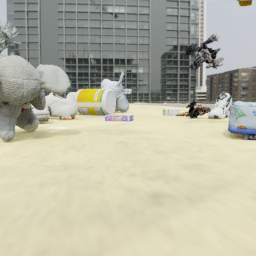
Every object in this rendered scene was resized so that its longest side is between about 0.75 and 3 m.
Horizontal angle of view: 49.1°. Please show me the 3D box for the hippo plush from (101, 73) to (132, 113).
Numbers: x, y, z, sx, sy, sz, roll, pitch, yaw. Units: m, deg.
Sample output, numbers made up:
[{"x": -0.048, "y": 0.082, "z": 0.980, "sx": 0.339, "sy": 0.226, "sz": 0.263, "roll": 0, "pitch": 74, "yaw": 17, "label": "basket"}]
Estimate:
[{"x": -1.314, "y": -1.583, "z": 16.570, "sx": 2.324, "sy": 2.303, "sz": 2.891, "roll": -32, "pitch": 15, "yaw": -23, "label": "hippo plush"}]

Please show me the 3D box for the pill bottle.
[{"x": -1.977, "y": -1.364, "z": 14.757, "sx": 2.421, "sy": 1.365, "sz": 1.365, "roll": 2, "pitch": 6, "yaw": 23, "label": "pill bottle"}]

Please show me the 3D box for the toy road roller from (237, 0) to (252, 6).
[{"x": 3.164, "y": -3.520, "z": 6.928, "sx": 0.856, "sy": 0.721, "sz": 1.173, "roll": 2, "pitch": 33, "yaw": 19, "label": "toy road roller"}]

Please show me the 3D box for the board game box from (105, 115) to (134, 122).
[{"x": -0.335, "y": -0.397, "z": 11.008, "sx": 1.010, "sy": 0.226, "sz": 0.679, "roll": 1, "pitch": 6, "yaw": 13, "label": "board game box"}]

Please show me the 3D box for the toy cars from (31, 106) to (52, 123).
[{"x": -3.717, "y": -0.485, "z": 10.300, "sx": 2.786, "sy": 0.617, "sz": 1.249, "roll": 7, "pitch": 15, "yaw": 31, "label": "toy cars"}]

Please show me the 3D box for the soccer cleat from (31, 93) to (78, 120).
[{"x": -3.438, "y": -0.942, "z": 11.894, "sx": 2.909, "sy": 1.128, "sz": 1.008, "roll": 2, "pitch": 6, "yaw": 19, "label": "soccer cleat"}]

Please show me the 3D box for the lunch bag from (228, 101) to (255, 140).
[{"x": 3.196, "y": -0.180, "z": 6.391, "sx": 1.682, "sy": 0.793, "sz": 2.099, "roll": 5, "pitch": 6, "yaw": 20, "label": "lunch bag"}]

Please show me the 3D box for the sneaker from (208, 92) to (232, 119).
[{"x": 4.058, "y": -1.010, "z": 12.287, "sx": 1.813, "sy": 1.180, "sz": 0.723, "roll": -6, "pitch": 8, "yaw": -43, "label": "sneaker"}]

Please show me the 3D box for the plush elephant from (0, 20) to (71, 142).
[{"x": -2.579, "y": -0.766, "z": 5.892, "sx": 2.322, "sy": 2.819, "sz": 2.183, "roll": 4, "pitch": 21, "yaw": -38, "label": "plush elephant"}]

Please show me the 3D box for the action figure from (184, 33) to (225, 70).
[{"x": 2.451, "y": -2.236, "z": 8.460, "sx": 0.871, "sy": 1.014, "sz": 1.707, "roll": -20, "pitch": 3, "yaw": 45, "label": "action figure"}]

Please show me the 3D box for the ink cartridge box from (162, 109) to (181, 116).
[{"x": 2.266, "y": -0.821, "z": 14.547, "sx": 0.571, "sy": 0.330, "sz": 0.782, "roll": -5, "pitch": 8, "yaw": -38, "label": "ink cartridge box"}]

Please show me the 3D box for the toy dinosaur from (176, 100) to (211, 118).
[{"x": 2.885, "y": -0.658, "z": 12.287, "sx": 1.480, "sy": 0.756, "sz": 1.004, "roll": -32, "pitch": -15, "yaw": 9, "label": "toy dinosaur"}]
